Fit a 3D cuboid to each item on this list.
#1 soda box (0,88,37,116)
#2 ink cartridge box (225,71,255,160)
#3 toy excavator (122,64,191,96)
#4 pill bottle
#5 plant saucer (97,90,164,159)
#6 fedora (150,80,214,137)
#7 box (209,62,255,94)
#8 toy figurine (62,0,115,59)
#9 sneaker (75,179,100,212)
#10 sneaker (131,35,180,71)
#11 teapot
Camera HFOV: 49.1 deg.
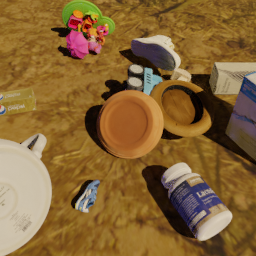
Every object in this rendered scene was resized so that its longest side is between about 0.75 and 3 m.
[{"bbox_3d":[-4.243,-0.882,9.934,1.834,0.621,0.587,-12,47,-11],"label":"soda box"},{"bbox_3d":[4.299,-0.403,8.279,1.711,2.324,1.681,-21,48,-19],"label":"ink cartridge box"},{"bbox_3d":[1.099,-1.473,10.310,2.537,1.267,2.467,13,45,-7],"label":"toy excavator"},{"bbox_3d":[1.648,1.788,7.060,1.025,1.025,1.772,-21,50,-19],"label":"pill bottle"},{"bbox_3d":[-0.008,-0.135,8.486,2.132,0.399,2.132,-2,82,17],"label":"plant saucer"},{"bbox_3d":[1.706,-0.558,9.326,2.281,0.930,2.281,3,59,-6],"label":"fedora"},{"bbox_3d":[4.469,-1.877,10.650,2.472,1.016,0.845,-1,46,1],"label":"box"},{"bbox_3d":[-1.852,-4.130,12.747,2.562,1.924,2.358,13,57,-21],"label":"toy figurine"},{"bbox_3d":[-0.991,1.832,7.503,0.402,0.361,0.978,22,58,20],"label":"sneaker"},{"bbox_3d":[1.520,-3.255,11.602,1.566,0.998,2.710,-22,43,-29],"label":"sneaker"},{"bbox_3d":[-3.292,1.493,6.619,2.810,2.774,2.053,2,-2,-37],"label":"teapot"}]
